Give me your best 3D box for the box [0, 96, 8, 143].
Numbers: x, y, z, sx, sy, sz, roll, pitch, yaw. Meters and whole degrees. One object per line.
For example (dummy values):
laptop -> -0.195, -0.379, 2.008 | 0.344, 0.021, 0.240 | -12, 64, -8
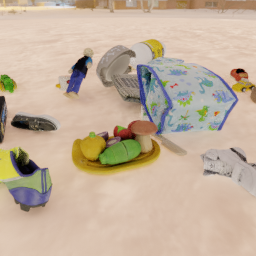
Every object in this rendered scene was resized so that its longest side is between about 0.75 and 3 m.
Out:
box -> -4.682, -0.182, 7.701 | 2.403, 0.601, 2.421 | -9, 27, -17

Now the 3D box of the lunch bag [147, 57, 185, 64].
lunch bag -> 1.754, -2.715, 12.753 | 1.460, 0.749, 1.816 | 11, 28, 24

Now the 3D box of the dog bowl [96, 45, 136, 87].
dog bowl -> -0.501, -2.440, 10.944 | 0.525, 1.791, 1.791 | 46, 44, 17

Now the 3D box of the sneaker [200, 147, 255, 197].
sneaker -> 2.026, 0.862, 5.576 | 0.914, 0.598, 1.591 | -1, 21, -1

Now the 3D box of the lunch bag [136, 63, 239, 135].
lunch bag -> 1.464, -1.041, 7.888 | 2.027, 1.519, 2.384 | -3, 49, -18

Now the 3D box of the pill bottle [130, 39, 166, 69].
pill bottle -> 1.093, -3.836, 14.401 | 1.343, 1.343, 2.397 | 14, 29, 26

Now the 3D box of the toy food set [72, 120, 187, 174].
toy food set -> -0.044, 0.214, 6.577 | 2.593, 0.847, 1.526 | -11, 28, -22

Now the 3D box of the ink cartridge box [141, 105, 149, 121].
ink cartridge box -> 0.707, -0.400, 8.435 | 0.582, 0.336, 0.796 | 0, 26, -3

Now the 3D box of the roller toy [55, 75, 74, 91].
roller toy -> -2.286, -1.704, 10.830 | 0.788, 0.603, 0.864 | 7, 16, 21

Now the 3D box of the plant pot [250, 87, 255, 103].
plant pot -> 5.555, -1.394, 9.685 | 2.303, 1.063, 2.303 | 1, 25, 0

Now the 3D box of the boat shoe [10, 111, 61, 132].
boat shoe -> -2.562, -0.098, 7.737 | 1.507, 0.517, 0.426 | 9, 47, 22

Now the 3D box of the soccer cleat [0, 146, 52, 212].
soccer cleat -> -2.210, 0.691, 5.343 | 2.274, 0.951, 0.735 | 23, 17, 35

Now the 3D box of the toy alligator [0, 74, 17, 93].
toy alligator -> -4.997, -1.941, 11.376 | 0.607, 0.556, 2.048 | -16, 30, -30

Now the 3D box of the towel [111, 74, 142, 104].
towel -> 1.030, -1.440, 9.903 | 2.971, 0.513, 2.861 | 3, 22, -12

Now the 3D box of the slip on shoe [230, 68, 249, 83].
slip on shoe -> 4.885, -2.354, 12.231 | 0.689, 0.570, 1.861 | 3, 24, 10

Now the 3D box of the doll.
doll -> -1.741, -2.016, 10.042 | 1.346, 1.972, 0.478 | 6, -19, 47

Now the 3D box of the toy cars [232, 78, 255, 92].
toy cars -> 4.082, -1.790, 11.193 | 2.014, 0.446, 0.903 | 7, 26, 14

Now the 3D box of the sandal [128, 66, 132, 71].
sandal -> 0.009, -2.980, 13.864 | 0.366, 0.263, 0.921 | 1, 26, 2
